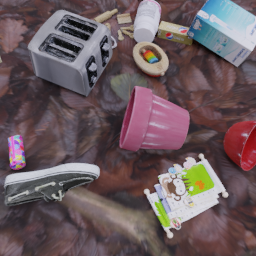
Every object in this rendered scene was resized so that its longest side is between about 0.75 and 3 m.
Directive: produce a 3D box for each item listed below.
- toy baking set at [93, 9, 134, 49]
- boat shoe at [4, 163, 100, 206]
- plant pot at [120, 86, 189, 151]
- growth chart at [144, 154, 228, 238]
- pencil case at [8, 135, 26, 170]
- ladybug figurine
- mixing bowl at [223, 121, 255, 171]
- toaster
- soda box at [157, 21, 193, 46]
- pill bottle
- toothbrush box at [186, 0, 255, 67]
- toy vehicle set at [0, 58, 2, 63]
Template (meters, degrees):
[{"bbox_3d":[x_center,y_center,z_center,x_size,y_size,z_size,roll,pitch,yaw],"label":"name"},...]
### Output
[{"bbox_3d":[-0.766,-4.329,12.265,2.622,0.305,2.012,-32,64,-18],"label":"toy baking set"},{"bbox_3d":[-2.216,1.739,8.297,2.859,1.011,0.910,-11,59,2],"label":"boat shoe"},{"bbox_3d":[0.845,-0.148,8.873,1.826,2.041,2.041,13,59,-6],"label":"plant pot"},{"bbox_3d":[1.750,1.925,8.590,2.494,0.221,1.805,-27,62,-16],"label":"growth chart"},{"bbox_3d":[-3.618,0.781,9.097,0.508,0.508,1.150,-15,58,-9],"label":"pencil case"},{"bbox_3d":[0.885,-2.644,11.053,1.230,0.652,1.811,-22,62,-13],"label":"ladybug figurine"},{"bbox_3d":[3.625,0.433,8.853,1.626,1.626,0.881,-41,40,-22],"label":"mixing bowl"},{"bbox_3d":[-2.154,-2.853,10.510,2.702,1.603,2.443,23,61,7],"label":"toaster"},{"bbox_3d":[2.061,-4.059,11.998,1.537,0.492,0.521,19,61,10],"label":"soda box"},{"bbox_3d":[0.803,-4.508,11.950,1.025,1.025,1.808,9,59,5],"label":"pill bottle"},{"bbox_3d":[3.983,-4.013,11.343,2.534,1.081,1.855,33,64,4],"label":"toothbrush box"},{"bbox_3d":[-6.117,-3.236,11.639,1.201,0.256,1.933,-24,62,-14],"label":"toy vehicle set"}]
